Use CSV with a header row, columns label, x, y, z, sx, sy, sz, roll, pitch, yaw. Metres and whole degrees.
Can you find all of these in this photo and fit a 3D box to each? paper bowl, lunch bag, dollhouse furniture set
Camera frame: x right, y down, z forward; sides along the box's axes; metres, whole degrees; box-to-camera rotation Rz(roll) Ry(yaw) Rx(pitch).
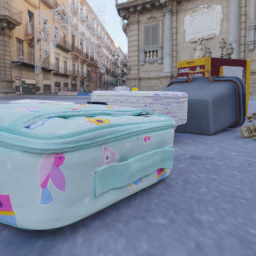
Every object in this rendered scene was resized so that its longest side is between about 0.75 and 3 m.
label,x,y,z,sx,sy,sz,roll,pitch,yaw
paper bowl,0.306,-0.339,7.607,2.570,1.337,2.570,0,7,0
lunch bag,-0.715,0.237,3.895,2.380,1.144,2.968,5,9,32
dollhouse furniture set,3.593,-0.010,7.853,0.508,0.670,0.765,-4,-19,-18

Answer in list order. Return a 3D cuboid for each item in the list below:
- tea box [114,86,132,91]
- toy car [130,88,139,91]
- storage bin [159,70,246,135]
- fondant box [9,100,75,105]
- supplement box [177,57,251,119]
label,x,y,z,sx,sy,sz,roll,pitch,yaw
tea box,0.037,-1.812,17.980,1.779,1.208,1.809,19,0,-21
toy car,0.082,-1.038,14.417,1.953,0.435,1.838,-35,51,-2
storage bin,2.199,-0.820,9.573,2.972,2.163,1.996,6,20,39
fondant box,-3.592,-0.788,11.930,2.297,0.669,1.657,3,9,5
supplement box,3.953,-1.759,13.078,2.803,2.765,1.861,-4,8,-28
